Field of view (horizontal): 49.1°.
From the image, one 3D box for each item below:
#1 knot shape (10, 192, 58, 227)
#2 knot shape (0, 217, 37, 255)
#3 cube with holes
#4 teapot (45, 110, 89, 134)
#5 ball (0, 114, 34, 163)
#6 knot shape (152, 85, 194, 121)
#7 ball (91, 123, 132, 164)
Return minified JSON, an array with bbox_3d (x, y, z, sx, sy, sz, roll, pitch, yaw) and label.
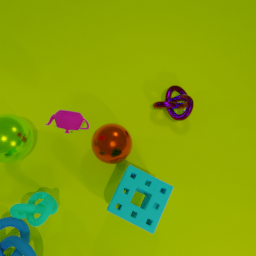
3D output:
[{"bbox_3d":[-2.331,1.998,6.907,1.100,1.175,0.543,-8,97,-8],"label":"knot shape"},{"bbox_3d":[-2.774,3.030,6.737,1.450,0.716,1.549,12,72,19],"label":"knot shape"},{"bbox_3d":[0.244,1.700,6.738,1.120,1.120,1.120,26,75,2],"label":"cube with holes"},{"bbox_3d":[-1.544,-0.154,7.092,1.179,0.733,0.577,9,93,8],"label":"teapot"},{"bbox_3d":[-3.401,0.295,7.922,1.388,1.388,1.388,0,64,0],"label":"ball"},{"bbox_3d":[1.505,-0.847,8.787,1.304,0.603,1.220,14,48,26],"label":"knot shape"},{"bbox_3d":[-0.456,0.444,7.958,1.164,1.164,1.164,0,64,0],"label":"ball"}]
